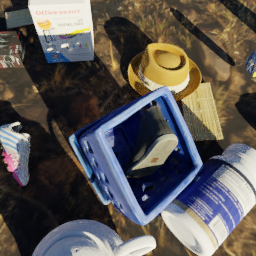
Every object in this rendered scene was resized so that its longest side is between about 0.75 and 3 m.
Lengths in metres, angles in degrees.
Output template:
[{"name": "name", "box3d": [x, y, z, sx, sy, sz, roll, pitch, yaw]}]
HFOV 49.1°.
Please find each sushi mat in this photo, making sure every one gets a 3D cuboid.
[{"name": "sushi mat", "box3d": [2.458, -0.596, 9.642, 1.146, 0.145, 2.395, -2, 59, 0]}, {"name": "sushi mat", "box3d": [-4.173, -4.935, 12.270, 2.345, 0.142, 1.122, -16, 61, -9]}]

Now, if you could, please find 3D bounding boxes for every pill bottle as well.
[{"name": "pill bottle", "box3d": [2.355, 1.758, 7.354, 2.840, 1.643, 1.643, -38, 66, -21]}]

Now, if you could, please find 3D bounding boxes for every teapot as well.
[{"name": "teapot", "box3d": [-1.076, 3.218, 6.291, 2.633, 1.948, 2.667, 23, 61, 13]}]

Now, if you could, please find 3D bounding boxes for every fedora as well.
[{"name": "fedora", "box3d": [1.303, -2.209, 9.990, 2.765, 1.128, 2.765, -1, 56, 2]}]

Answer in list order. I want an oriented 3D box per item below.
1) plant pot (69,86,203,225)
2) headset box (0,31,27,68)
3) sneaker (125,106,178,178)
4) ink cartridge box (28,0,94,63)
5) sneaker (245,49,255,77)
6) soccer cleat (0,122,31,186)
[{"name": "plant pot", "box3d": [0.060, 0.632, 7.239, 2.450, 2.203, 2.450, -33, 103, -33]}, {"name": "headset box", "box3d": [-4.948, -3.005, 10.780, 1.794, 0.693, 1.335, -3, 59, -4]}, {"name": "sneaker", "box3d": [0.487, 0.439, 7.344, 0.782, 2.090, 1.110, 7, 50, -30]}, {"name": "ink cartridge box", "box3d": [-2.304, -3.986, 10.276, 1.876, 2.548, 1.843, -4, 59, -2]}, {"name": "sneaker", "box3d": [4.385, -2.380, 9.719, 0.491, 1.328, 0.546, -28, 55, -12]}, {"name": "soccer cleat", "box3d": [-3.323, 0.677, 8.516, 0.948, 0.767, 2.197, -26, 63, -17]}]
